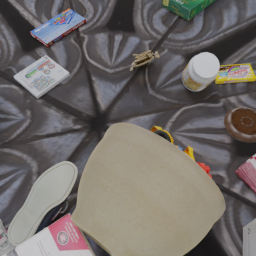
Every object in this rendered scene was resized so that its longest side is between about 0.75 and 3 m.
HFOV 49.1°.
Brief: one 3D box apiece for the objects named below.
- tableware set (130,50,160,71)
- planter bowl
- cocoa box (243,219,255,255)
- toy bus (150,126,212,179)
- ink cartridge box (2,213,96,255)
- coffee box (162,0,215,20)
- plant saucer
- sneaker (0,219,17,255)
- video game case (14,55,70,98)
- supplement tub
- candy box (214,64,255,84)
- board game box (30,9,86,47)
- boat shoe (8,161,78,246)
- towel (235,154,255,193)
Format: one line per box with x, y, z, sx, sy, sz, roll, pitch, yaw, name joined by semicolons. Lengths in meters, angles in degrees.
0.408;-1.962;7.700;0.850;0.258;1.287;-23;19;12;tableware set
0.102;1.380;4.847;2.516;2.516;1.693;34;67;19;planter bowl
2.848;2.736;4.495;1.541;1.567;2.349;12;59;7;cocoa box
1.060;0.790;6.145;1.431;1.012;1.491;5;50;-14;toy bus
-1.511;2.747;4.896;2.041;0.845;1.495;-30;64;-16;ink cartridge box
2.274;-4.637;9.810;1.246;0.446;2.027;38;65;22;coffee box
3.016;-0.133;7.149;1.073;0.172;1.073;0;57;0;plant saucer
-2.567;2.154;5.534;1.023;0.451;0.416;38;65;21;sneaker
-2.462;-1.496;8.015;1.076;0.140;1.182;38;65;21;video game case
1.893;-1.458;7.334;0.776;1.073;0.776;0;82;-2;supplement tub
3.024;-1.568;8.056;1.156;0.153;0.591;-5;60;-3;candy box
-2.256;-3.296;9.137;0.848;0.160;1.648;39;66;20;board game box
-1.560;1.463;5.470;0.698;0.577;1.866;31;87;16;boat shoe
3.771;0.957;6.417;2.183;0.248;1.572;-33;64;-19;towel
